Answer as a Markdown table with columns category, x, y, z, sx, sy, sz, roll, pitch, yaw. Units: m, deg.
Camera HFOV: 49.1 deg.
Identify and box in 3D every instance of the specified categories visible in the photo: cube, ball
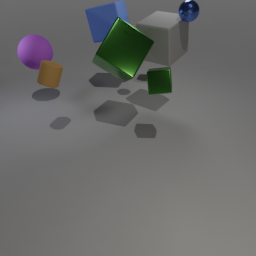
| category | x | y | z | sx | sy | sz | roll | pitch | yaw |
| --- | --- | --- | --- | --- | --- | --- | --- | --- | --- |
| cube | 0.972 | -1.446 | 8.534 | 0.700 | 0.700 | 0.700 | -3 | 18 | 11 |
| cube | 1.295 | -3.324 | 10.346 | 1.400 | 1.400 | 1.400 | 22 | 49 | 31 |
| cube | -0.830 | -4.693 | 12.333 | 1.400 | 1.400 | 1.400 | -5 | 25 | 19 |
| cube | -0.212 | -2.530 | 9.375 | 1.400 | 1.400 | 1.400 | 31 | -3 | -12 |
| ball | 2.036 | -3.911 | 9.370 | 0.700 | 0.700 | 0.700 | 0 | 32 | 0 |
| ball | -3.825 | -3.136 | 11.601 | 1.400 | 1.400 | 1.400 | 0 | 32 | 0 |

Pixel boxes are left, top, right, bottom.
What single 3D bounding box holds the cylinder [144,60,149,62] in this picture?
| category | x | y | z | sx | sy | sz | roll | pitch | yaw |
| --- | --- | --- | --- | --- | --- | --- | --- | --- | --- |
| cylinder | 1.066 | -3.781 | 14.413 | 0.700 | 0.700 | 0.700 | 7 | 17 | 10 |

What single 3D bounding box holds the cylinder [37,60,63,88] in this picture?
| category | x | y | z | sx | sy | sz | roll | pitch | yaw |
| --- | --- | --- | --- | --- | --- | --- | --- | --- | --- |
| cylinder | -2.522 | -1.750 | 9.069 | 0.700 | 0.700 | 0.700 | 17 | 19 | -6 |
